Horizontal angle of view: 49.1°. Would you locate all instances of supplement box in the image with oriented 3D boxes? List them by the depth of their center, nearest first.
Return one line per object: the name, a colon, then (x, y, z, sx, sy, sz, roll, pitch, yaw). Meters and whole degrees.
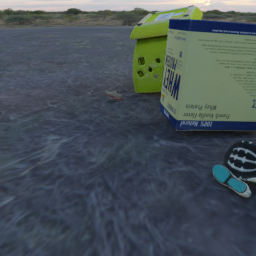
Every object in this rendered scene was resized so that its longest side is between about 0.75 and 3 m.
supplement box: (2.531, -1.512, 7.882, 2.759, 2.757, 1.852, 1, 21, -8)

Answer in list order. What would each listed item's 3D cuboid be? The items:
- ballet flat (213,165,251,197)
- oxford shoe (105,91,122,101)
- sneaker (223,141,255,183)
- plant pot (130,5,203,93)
ballet flat: (2.040, 1.069, 5.563, 0.319, 0.295, 0.946, -47, 32, 4)
oxford shoe: (-0.534, -1.284, 10.582, 0.755, 0.282, 0.266, 26, 3, 23)
sneaker: (2.846, 0.917, 5.562, 0.946, 0.821, 2.136, 33, -4, -31)
plant pot: (1.723, -3.247, 11.334, 2.894, 2.639, 2.908, -1, 33, 22)
